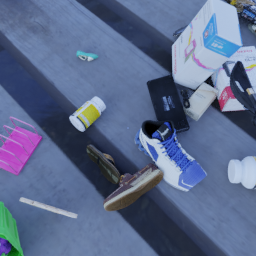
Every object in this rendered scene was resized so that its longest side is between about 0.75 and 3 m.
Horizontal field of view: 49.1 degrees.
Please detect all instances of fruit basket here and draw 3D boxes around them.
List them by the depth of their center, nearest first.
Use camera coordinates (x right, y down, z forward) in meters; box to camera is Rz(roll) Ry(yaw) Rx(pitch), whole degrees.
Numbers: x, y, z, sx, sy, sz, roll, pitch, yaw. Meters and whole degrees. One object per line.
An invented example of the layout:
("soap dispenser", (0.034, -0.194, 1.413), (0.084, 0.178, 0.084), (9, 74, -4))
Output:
("fruit basket", (-4.515, 3.815, 7.824), (2.967, 2.140, 2.967), (-3, 44, 2))

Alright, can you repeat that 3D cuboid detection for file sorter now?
("file sorter", (-4.101, 0.596, 9.975), (1.144, 1.033, 1.647), (21, 64, 11))

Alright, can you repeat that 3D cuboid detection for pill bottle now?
("pill bottle", (4.471, 1.521, 9.448), (1.940, 1.087, 1.087), (3, 62, 3))
("pill bottle", (-1.522, -0.561, 10.763), (0.755, 0.755, 1.322), (38, 68, 18))

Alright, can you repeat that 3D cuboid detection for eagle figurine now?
("eagle figurine", (3.707, -4.729, 12.627), (2.970, 2.241, 2.253), (-58, 28, 10))

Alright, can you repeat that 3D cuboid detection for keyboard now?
("keyboard", (1.718, -0.963, 10.912), (1.484, 0.317, 2.472), (-16, 68, 5))

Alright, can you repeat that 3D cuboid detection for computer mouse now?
("computer mouse", (3.711, -1.020, 8.894), (0.641, 1.956, 2.785), (-22, 70, 22))

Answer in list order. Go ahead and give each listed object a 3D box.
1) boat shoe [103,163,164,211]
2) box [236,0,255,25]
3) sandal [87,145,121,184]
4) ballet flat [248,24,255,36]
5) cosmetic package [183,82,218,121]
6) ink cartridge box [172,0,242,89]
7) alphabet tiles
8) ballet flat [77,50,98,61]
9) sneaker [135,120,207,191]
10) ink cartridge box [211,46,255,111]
("boat shoe", (0.082, 1.928, 9.455), (2.291, 0.826, 0.825), (-31, 54, -16))
("box", (6.288, -5.581, 13.379), (1.992, 0.495, 1.977), (41, 52, 18))
("sandal", (-0.807, 1.206, 9.958), (0.483, 0.723, 1.769), (-26, 55, -37))
("ballet flat", (6.115, -4.505, 13.063), (0.479, 0.453, 1.421), (-15, 62, -8))
("cosmetic package", (2.876, -1.059, 11.157), (0.742, 0.524, 1.433), (35, 68, 18))
("ink cartridge box", (2.892, -3.165, 10.885), (1.187, 2.805, 2.027), (14, 59, -17))
("alphabet tiles", (-2.405, 2.411, 8.476), (1.711, 1.673, 0.125), (23, 67, -17))
("ballet flat", (-1.815, -3.164, 12.454), (1.012, 0.341, 0.356), (15, 87, 8))
("sneaker", (1.340, 0.758, 9.512), (1.185, 1.694, 2.932), (-39, 68, -18))
("ink cartridge box", (4.492, -2.004, 11.369), (1.828, 1.061, 2.477), (-6, 63, -3))
